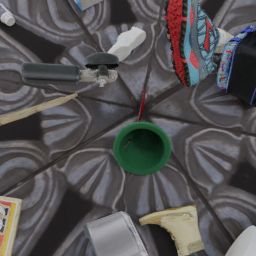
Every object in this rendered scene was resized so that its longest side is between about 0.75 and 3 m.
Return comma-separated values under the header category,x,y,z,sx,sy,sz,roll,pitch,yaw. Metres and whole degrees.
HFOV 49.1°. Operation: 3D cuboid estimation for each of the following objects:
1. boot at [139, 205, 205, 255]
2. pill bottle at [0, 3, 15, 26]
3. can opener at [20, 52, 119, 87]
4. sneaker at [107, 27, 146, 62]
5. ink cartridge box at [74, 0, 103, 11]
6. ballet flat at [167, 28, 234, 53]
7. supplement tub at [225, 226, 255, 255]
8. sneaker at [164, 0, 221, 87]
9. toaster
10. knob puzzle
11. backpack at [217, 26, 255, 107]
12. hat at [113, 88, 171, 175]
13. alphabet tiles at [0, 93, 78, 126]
category,x,y,z,sx,sy,sz,roll,pitch,yaw
boot,1.282,3.082,8.240,1.759,0.640,1.367,-9,74,-6
pill bottle,-4.572,-4.175,10.367,0.473,0.473,0.792,-41,78,-11
can opener,-1.584,-1.610,7.895,2.691,0.708,0.894,-4,74,-13
sneaker,-0.208,-3.018,10.047,1.722,0.648,0.762,-40,64,-15
ink cartridge box,-1.697,-5.493,10.620,1.208,0.704,1.671,-33,77,-9
ballet flat,2.681,-3.233,9.921,2.606,0.812,0.879,9,79,2
supplement tub,3.993,4.143,7.035,2.941,2.127,2.127,36,77,18
sneaker,1.524,-2.163,6.349,1.125,2.356,0.934,-24,40,-12
toaster,-0.284,3.330,7.695,1.329,1.169,2.057,-24,51,-10
knob puzzle,-4.795,3.192,8.302,3.070,0.426,3.070,0,74,0
backpack,4.236,-2.239,9.002,1.612,2.187,2.396,33,59,31
hat,0.587,0.208,9.257,1.749,1.859,2.111,29,114,-5
alphabet tiles,-2.601,-0.202,6.040,2.929,2.437,0.093,-17,102,6
